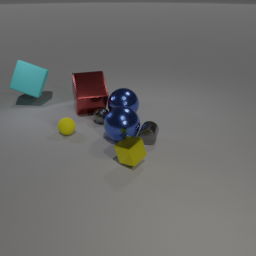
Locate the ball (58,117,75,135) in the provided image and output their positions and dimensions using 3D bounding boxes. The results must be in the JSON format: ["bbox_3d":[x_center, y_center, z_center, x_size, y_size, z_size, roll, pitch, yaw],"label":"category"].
[{"bbox_3d":[-2.476,-0.074,11.302,0.700,0.700,0.700,0,28,0],"label":"ball"}]

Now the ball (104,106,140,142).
[{"bbox_3d":[-0.232,-0.158,10.737,1.400,1.400,1.400,0,28,0],"label":"ball"}]

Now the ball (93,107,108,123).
[{"bbox_3d":[-1.161,-0.552,12.226,0.700,0.700,0.700,0,28,0],"label":"ball"}]

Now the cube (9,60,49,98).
[{"bbox_3d":[-4.860,-2.442,13.915,1.400,1.400,1.400,19,7,-15],"label":"cube"}]

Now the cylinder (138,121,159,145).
[{"bbox_3d":[0.792,0.187,10.802,0.700,0.700,0.700,7,30,13],"label":"cylinder"}]

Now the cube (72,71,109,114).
[{"bbox_3d":[-1.772,-1.619,12.934,1.400,1.400,1.400,-8,65,-14],"label":"cube"}]

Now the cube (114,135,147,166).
[{"bbox_3d":[0.085,0.747,9.302,0.700,0.700,0.700,8,36,43],"label":"cube"}]

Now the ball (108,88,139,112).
[{"bbox_3d":[-0.206,-1.075,12.446,1.400,1.400,1.400,0,28,0],"label":"ball"}]
